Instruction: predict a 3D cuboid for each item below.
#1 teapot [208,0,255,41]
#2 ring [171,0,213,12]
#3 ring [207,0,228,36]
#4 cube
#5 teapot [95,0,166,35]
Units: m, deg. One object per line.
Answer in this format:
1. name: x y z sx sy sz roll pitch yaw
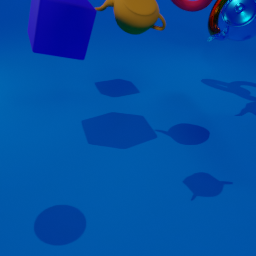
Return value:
1. teapot: 2.938 -2.929 7.398 1.227 1.973 0.966 54 19 22
2. ring: 1.908 -4.351 8.658 1.632 1.632 0.326 19 64 26
3. ring: 3.088 -3.560 8.580 0.343 1.713 1.713 15 28 -23
4. cube: -1.610 -2.499 6.617 1.230 1.230 1.230 2 37 -28
5. teapot: 0.093 -2.611 6.384 1.692 0.828 1.052 16 63 -11
